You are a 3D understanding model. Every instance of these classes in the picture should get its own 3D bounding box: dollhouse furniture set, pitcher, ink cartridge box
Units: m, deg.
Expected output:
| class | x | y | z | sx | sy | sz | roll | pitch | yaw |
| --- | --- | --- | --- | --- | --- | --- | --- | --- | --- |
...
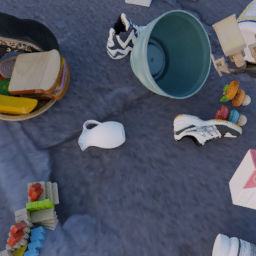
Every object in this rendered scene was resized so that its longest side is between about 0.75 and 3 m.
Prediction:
| class | x | y | z | sx | sy | sz | roll | pitch | yaw |
| --- | --- | --- | --- | --- | --- | --- | --- | --- | --- |
| dollhouse furniture set | 2.473 | -1.946 | 6.578 | 1.096 | 1.194 | 0.777 | -22 | 70 | 25 |
| pitcher | -0.754 | 0.113 | 8.304 | 1.264 | 0.766 | 1.085 | -9 | 50 | 8 |
| ink cartridge box | 2.831 | 1.064 | 5.035 | 1.650 | 0.961 | 0.557 | 13 | 37 | 0 |

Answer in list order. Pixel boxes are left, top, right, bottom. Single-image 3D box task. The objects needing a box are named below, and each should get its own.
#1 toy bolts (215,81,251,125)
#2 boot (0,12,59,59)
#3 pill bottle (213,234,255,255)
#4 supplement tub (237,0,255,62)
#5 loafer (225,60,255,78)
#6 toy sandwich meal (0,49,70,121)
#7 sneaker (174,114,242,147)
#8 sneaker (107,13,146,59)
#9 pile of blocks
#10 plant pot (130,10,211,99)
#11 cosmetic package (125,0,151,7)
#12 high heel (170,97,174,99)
| class | x | y | z | sx | sy | sz | roll | pitch | yaw |
| --- | --- | --- | --- | --- | --- | --- | --- | --- | --- |
| toy bolts | 3.361 | -0.717 | 8.593 | 0.884 | 1.218 | 1.275 | 20 | 80 | 4 |
| boot | -3.997 | -2.778 | 9.449 | 2.184 | 2.900 | 1.061 | -16 | 87 | 29 |
| pill bottle | 2.698 | 3.029 | 6.573 | 1.268 | 0.722 | 0.722 | 18 | 62 | 11 |
| supplement tub | 4.609 | -3.475 | 9.792 | 1.647 | 1.647 | 2.281 | 32 | 65 | 17 |
| loafer | 3.213 | -1.728 | 7.762 | 1.217 | 0.440 | 0.443 | 12 | 57 | 15 |
| toy sandwich meal | -3.416 | -1.542 | 9.022 | 3.042 | 1.042 | 3.042 | 0 | 60 | 0 |
| sneaker | 2.328 | 0.185 | 8.329 | 1.974 | 0.747 | 0.865 | 7 | 76 | 8 |
| sneaker | 0.221 | -3.482 | 9.929 | 2.191 | 1.426 | 0.875 | -23 | 63 | -13 |
| pile of blocks | -2.398 | 2.408 | 6.901 | 1.024 | 0.775 | 2.494 | 11 | 61 | 6 |
| plant pot | 1.108 | -2.190 | 8.754 | 2.491 | 2.491 | 1.669 | -41 | 26 | -21 |
| cosmetic package | 0.631 | -6.297 | 11.345 | 1.092 | 1.771 | 1.777 | 13 | 61 | 8 |
| high heel | 1.754 | -1.174 | 9.245 | 0.765 | 0.273 | 0.545 | -4 | 54 | 15 |
